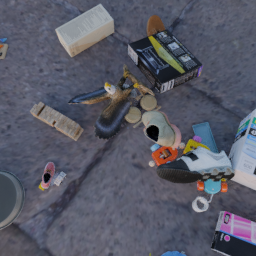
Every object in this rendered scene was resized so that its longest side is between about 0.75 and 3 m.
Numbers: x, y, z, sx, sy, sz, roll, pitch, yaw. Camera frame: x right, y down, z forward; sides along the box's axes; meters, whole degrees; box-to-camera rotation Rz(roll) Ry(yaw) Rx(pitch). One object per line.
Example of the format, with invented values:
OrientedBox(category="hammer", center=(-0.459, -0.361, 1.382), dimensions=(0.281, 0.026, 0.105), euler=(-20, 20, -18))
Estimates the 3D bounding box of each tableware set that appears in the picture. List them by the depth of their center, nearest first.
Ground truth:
OrientedBox(category="tableware set", center=(0.440, -0.641, 9.711), dimensions=(1.272, 0.255, 0.841), euler=(-37, 81, -10))

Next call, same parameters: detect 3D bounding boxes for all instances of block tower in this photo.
OrientedBox(category="block tower", center=(-2.394, -0.248, 9.457), dimensions=(1.787, 0.516, 0.483), euler=(29, 75, 8))

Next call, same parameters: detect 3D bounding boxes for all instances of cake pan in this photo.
OrientedBox(category="cake pan", center=(-4.224, 2.226, 8.752), dimensions=(1.886, 0.346, 1.886), euler=(0, 72, 0))

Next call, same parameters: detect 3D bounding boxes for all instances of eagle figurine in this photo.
OrientedBox(category="eagle figurine", center=(-0.575, -0.943, 9.076), dimensions=(2.252, 1.700, 1.709), euler=(-44, 34, 2))

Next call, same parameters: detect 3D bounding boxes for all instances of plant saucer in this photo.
OrientedBox(category="plant saucer", center=(2.653, 0.631, 9.365), dimensions=(0.573, 0.155, 1.638), euler=(-13, 72, -4))

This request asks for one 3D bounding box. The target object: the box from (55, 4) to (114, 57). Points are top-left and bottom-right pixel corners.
OrientedBox(category="box", center=(-1.552, -3.608, 10.376), dimensions=(1.970, 0.766, 0.935), euler=(-32, 75, -10))

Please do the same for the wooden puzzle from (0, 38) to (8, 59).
OrientedBox(category="wooden puzzle", center=(-4.914, -2.891, 10.489), dimensions=(0.754, 0.131, 1.118), euler=(0, 72, 0))

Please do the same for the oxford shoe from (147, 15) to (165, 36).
OrientedBox(category="oxford shoe", center=(1.109, -3.416, 10.353), dimensions=(0.735, 0.735, 2.062), euler=(-5, 71, 0))

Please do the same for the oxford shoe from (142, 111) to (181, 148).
OrientedBox(category="oxford shoe", center=(0.711, -0.067, 7.493), dimensions=(0.679, 1.840, 0.651), euler=(5, 108, -23))

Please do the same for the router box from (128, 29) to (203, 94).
OrientedBox(category="router box", center=(1.159, -2.205, 9.055), dimensions=(1.574, 0.523, 2.002), euler=(-25, 61, -16))

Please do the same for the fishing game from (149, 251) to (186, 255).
OrientedBox(category="fishing game", center=(1.397, 4.118, 8.003), dimensions=(1.722, 0.268, 1.233), euler=(14, 49, 8))

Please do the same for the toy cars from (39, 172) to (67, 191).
OrientedBox(category="toy cars", center=(-2.431, 1.691, 8.991), dimensions=(0.946, 0.210, 0.424), euler=(-17, 74, -5))

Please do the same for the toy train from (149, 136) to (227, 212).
OrientedBox(category="toy train", center=(1.915, 1.324, 8.902), dimensions=(1.865, 0.690, 2.482), euler=(-35, 73, -9))

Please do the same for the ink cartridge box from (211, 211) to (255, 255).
OrientedBox(category="ink cartridge box", center=(3.842, 3.487, 8.328), dimensions=(2.500, 0.464, 1.184), euler=(21, 73, 4))

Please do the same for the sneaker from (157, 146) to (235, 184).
OrientedBox(category="sneaker", center=(1.901, 1.042, 8.255), dimensions=(2.270, 0.841, 1.004), euler=(1, 56, -10))

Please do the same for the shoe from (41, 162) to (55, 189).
OrientedBox(category="shoe", center=(-2.501, 1.430, 8.848), dimensions=(0.326, 0.415, 0.913), euler=(16, 54, -12))

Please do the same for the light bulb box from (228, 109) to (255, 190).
OrientedBox(category="light bulb box", center=(4.388, 0.857, 8.670), dimensions=(2.097, 1.320, 2.116), euler=(23, 74, 7))
